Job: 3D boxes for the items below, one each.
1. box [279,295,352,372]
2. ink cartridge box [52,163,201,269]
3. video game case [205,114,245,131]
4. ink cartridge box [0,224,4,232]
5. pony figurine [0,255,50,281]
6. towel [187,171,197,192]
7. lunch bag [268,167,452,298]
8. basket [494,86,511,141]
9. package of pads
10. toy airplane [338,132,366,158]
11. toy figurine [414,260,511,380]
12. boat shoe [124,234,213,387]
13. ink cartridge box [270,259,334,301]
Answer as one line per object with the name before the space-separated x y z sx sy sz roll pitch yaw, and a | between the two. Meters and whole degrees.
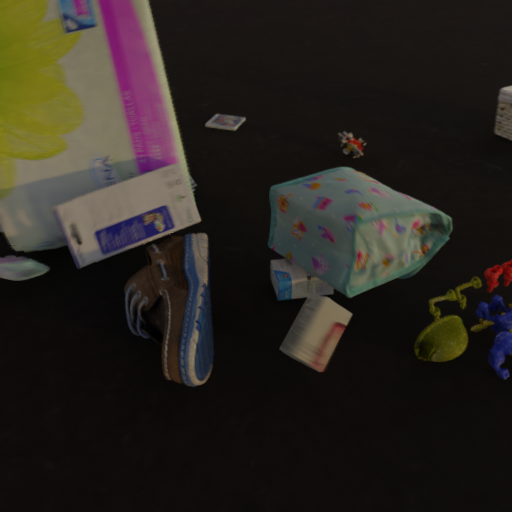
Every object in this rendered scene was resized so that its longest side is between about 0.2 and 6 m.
box | 0.821 1.059 7.780 0.502 0.921 0.589 33 -9 -14
ink cartridge box | -2.054 -0.672 9.005 2.124 1.056 0.416 -22 12 -18
video game case | -0.857 -3.716 15.556 0.883 0.102 0.805 11 37 16
ink cartridge box | -4.490 -0.849 11.331 1.191 0.258 1.169 3 35 6
pony figurine | -4.645 -0.019 8.847 1.892 2.272 2.194 -2 19 10
towel | -2.470 -1.870 12.776 1.742 0.282 2.372 -13 35 -15
lunch bag | 1.727 -0.534 9.267 2.449 1.494 2.087 -17 34 -34
basket | 7.377 -3.751 14.613 2.010 1.240 1.362 -19 39 -26
package of pads | -3.186 -2.479 9.995 3.394 4.394 1.498 -14 2 -4
toy airplane | 2.311 -2.733 13.788 0.741 0.525 0.744 34 22 -7
toy figurine | 3.679 1.059 7.766 2.533 1.336 1.517 -19 45 -24
boat shoe | -1.282 0.751 8.331 1.224 1.221 3.381 -4 25 -3
ink cartridge box | 0.885 0.347 9.447 1.190 0.404 0.690 -6 33 -7
